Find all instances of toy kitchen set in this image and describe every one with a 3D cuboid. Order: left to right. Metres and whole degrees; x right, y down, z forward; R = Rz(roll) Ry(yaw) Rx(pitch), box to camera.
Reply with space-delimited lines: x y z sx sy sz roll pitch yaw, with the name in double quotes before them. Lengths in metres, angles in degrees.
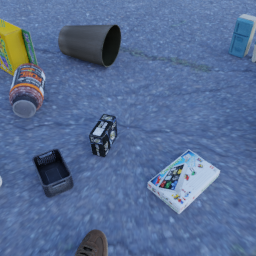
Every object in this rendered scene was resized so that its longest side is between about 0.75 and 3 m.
"toy kitchen set" 5.001 -2.941 10.704 2.711 1.597 2.172 30 51 29

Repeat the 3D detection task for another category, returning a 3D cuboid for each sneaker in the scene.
"sneaker" -0.828 2.698 5.286 0.654 0.701 1.857 9 44 10

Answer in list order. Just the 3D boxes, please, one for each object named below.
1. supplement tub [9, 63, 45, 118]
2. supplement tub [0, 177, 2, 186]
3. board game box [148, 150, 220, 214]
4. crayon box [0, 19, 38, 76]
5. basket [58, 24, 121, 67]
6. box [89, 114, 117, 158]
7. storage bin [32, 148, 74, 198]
"supplement tub" -3.314 -1.226 9.268 1.058 1.058 1.978 -7 44 -7
"supplement tub" -4.299 1.154 6.331 2.348 1.549 1.549 -26 49 -24
"board game box" 1.427 1.296 7.102 1.630 0.282 1.029 -32 52 -30
"crayon box" -4.704 -3.110 10.724 2.884 1.813 0.744 29 50 28
"basket" -1.608 -3.487 11.461 2.148 1.461 1.937 13 57 19
"box" -0.675 0.203 7.911 0.413 0.786 0.960 13 44 16
"storage bin" -1.911 1.126 7.129 0.736 0.510 1.088 -21 46 -21
